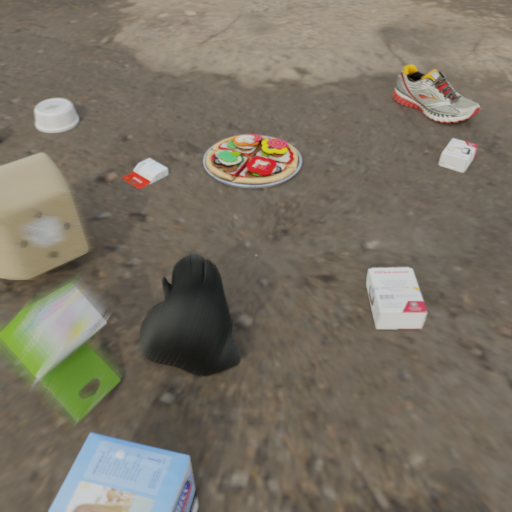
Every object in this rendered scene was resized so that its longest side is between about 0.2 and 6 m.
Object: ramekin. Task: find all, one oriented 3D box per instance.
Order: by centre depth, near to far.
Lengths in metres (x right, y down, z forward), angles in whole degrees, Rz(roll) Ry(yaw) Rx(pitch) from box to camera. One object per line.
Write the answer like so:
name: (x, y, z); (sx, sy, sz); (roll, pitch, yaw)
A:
ramekin: (-4.692, -3.303, 13.092); (1.002, 0.467, 1.002); (0, 42, 0)

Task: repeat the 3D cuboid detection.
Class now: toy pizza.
toy pizza: (-0.077, -2.104, 11.799); (2.088, 0.331, 2.088); (0, 41, 0)

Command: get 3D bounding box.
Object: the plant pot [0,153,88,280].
plant pot: (-3.504, -0.496, 8.671); (1.593, 1.595, 1.412); (-28, 35, -30)

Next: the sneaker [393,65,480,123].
sneaker: (4.272, -3.877, 13.398); (0.894, 0.943, 2.296); (-31, 50, -31)

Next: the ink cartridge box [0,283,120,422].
ink cartridge box: (-2.271, 1.161, 6.975); (1.399, 0.530, 1.034); (48, 25, -2)

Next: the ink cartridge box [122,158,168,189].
ink cartridge box: (-2.281, -1.691, 11.441); (0.613, 0.181, 0.765); (32, 49, 31)

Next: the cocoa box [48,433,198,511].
cocoa box: (-1.390, 2.844, 5.422); (1.163, 1.145, 1.745); (9, 42, 11)

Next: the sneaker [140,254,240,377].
sneaker: (-0.846, 0.624, 7.094); (0.876, 2.918, 1.522); (-19, 67, 4)

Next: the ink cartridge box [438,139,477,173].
ink cartridge box: (4.273, -2.132, 11.843); (0.564, 0.327, 0.765); (22, 44, 23)

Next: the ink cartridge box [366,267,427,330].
ink cartridge box: (2.116, 0.643, 8.546); (0.716, 0.415, 0.970); (0, 39, 0)
